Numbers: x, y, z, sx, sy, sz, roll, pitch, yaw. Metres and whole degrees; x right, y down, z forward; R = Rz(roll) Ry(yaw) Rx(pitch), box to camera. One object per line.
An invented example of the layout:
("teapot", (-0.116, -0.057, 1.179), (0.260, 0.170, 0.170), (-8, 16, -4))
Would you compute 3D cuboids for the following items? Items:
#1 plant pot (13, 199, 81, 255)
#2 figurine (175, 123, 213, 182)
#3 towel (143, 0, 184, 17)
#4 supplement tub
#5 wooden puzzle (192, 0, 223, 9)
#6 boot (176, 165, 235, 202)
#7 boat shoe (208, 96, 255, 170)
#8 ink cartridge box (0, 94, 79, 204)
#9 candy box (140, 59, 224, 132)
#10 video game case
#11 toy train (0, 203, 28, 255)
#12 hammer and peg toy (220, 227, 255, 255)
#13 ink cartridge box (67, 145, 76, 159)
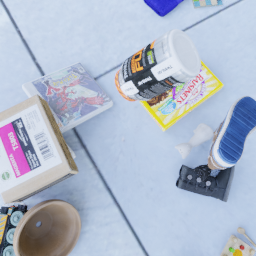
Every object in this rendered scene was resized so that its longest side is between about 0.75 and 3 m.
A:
("plant pot", (-2.687, 3.260, 9.026), (1.008, 2.184, 2.184), (13, 70, 48))
("figurine", (2.615, 0.858, 9.866), (1.598, 0.705, 1.638), (-34, 76, -26))
("towel", (1.680, -5.694, 11.944), (1.813, 0.449, 1.339), (-41, 75, -8))
("supplement tub", (0.713, -1.556, 7.543), (1.332, 2.173, 1.332), (19, 61, -38))
("wooden puzzle", (3.357, -5.821, 12.181), (2.096, 0.147, 1.243), (-8, 75, -2))
("boot", (2.740, 1.664, 9.960), (1.809, 0.594, 1.491), (15, 73, 9))
("boat shoe", (2.875, 0.088, 7.843), (0.944, 0.946, 2.613), (41, 59, 4))
("ink cartridge box", (-3.172, 0.671, 8.857), (2.251, 1.026, 2.733), (-27, 79, -2))
("candy box", (2.075, -1.325, 10.831), (2.986, 0.394, 1.526), (-36, 80, -9))
("video game case", (-2.178, -1.194, 10.375), (2.511, 0.289, 2.288), (-32, 75, -31))
("toy train", (-3.959, 3.524, 9.315), (1.165, 0.871, 2.045), (4, 75, 11))
("hammer and peg toy", (3.762, 4.047, 9.330), (0.949, 0.455, 1.290), (34, 77, 9))
("ink cartridge box", (-3.218, 1.062, 9.883), (2.230, 0.955, 1.646), (-39, 78, -12))
